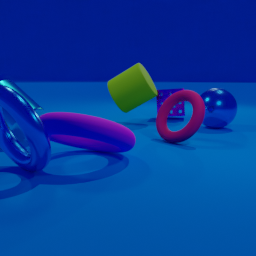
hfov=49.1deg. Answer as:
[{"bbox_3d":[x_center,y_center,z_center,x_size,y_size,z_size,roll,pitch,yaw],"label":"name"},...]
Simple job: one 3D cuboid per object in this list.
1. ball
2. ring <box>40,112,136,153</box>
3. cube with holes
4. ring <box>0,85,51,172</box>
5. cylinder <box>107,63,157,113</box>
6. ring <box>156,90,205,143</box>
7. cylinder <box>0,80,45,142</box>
[{"bbox_3d":[2.674,-0.594,8.524,1.223,1.223,1.223,0,10,0],"label":"ball"},{"bbox_3d":[-0.772,0.121,5.177,1.844,0.369,1.844,9,-12,2],"label":"ring"},{"bbox_3d":[1.614,-0.929,10.493,0.987,0.987,0.987,-2,3,12],"label":"cube with holes"},{"bbox_3d":[-1.766,0.033,4.401,1.502,1.502,0.300,9,34,40],"label":"ring"},{"bbox_3d":[0.154,-1.319,9.327,1.239,1.239,1.239,-28,2,17],"label":"cylinder"},{"bbox_3d":[1.226,-0.285,6.717,0.271,1.354,1.354,27,-9,-38],"label":"ring"},{"bbox_3d":[-2.739,-0.382,6.592,1.084,1.084,1.084,41,19,7],"label":"cylinder"}]
